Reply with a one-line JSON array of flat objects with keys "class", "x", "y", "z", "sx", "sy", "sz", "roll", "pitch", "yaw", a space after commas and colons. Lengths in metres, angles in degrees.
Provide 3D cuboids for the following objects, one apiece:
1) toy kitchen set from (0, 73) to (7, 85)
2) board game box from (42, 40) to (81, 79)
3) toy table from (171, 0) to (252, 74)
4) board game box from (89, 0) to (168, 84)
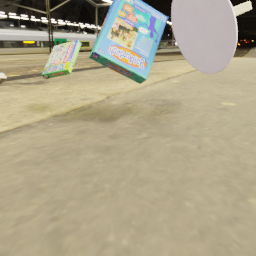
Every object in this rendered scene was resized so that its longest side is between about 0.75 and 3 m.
[{"class": "toy kitchen set", "x": -3.129, "y": -1.151, "z": 5.900, "sx": 0.464, "sy": 0.630, "sz": 0.787, "roll": -37, "pitch": -2, "yaw": 19}, {"class": "board game box", "x": -2.441, "y": -2.544, "z": 10.364, "sx": 1.117, "sy": 0.242, "sz": 1.660, "roll": -8, "pitch": 51, "yaw": 21}, {"class": "toy table", "x": 2.519, "y": -3.315, "z": 8.974, "sx": 2.618, "sy": 2.848, "sz": 1.668, "roll": -1, "pitch": 24, "yaw": 27}, {"class": "board game box", "x": 0.072, "y": -2.945, "z": 9.037, "sx": 1.894, "sy": 2.491, "sz": 0.560, "roll": 25, "pitch": -18, "yaw": -17}]
